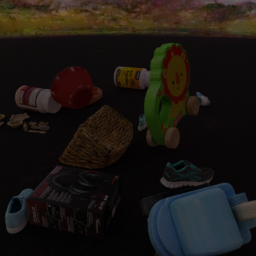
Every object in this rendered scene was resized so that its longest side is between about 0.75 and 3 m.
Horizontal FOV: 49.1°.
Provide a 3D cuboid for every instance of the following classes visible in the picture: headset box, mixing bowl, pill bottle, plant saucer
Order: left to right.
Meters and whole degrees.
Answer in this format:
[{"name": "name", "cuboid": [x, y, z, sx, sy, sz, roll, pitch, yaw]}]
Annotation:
[{"name": "pill bottle", "cuboid": [-3.930, -1.243, 12.364, 1.867, 1.066, 1.066, 13, 26, 26]}, {"name": "plant saucer", "cuboid": [-2.726, -1.591, 13.955, 2.876, 0.464, 2.876, 1, 23, 0]}, {"name": "headset box", "cuboid": [-1.210, 1.562, 6.270, 1.880, 0.726, 1.399, 8, 24, 13]}, {"name": "mixing bowl", "cuboid": [-2.043, -1.425, 11.141, 1.795, 1.795, 0.972, -17, 48, -34]}, {"name": "pill bottle", "cuboid": [0.364, -2.833, 15.928, 2.137, 1.168, 1.168, 9, 25, 20]}]

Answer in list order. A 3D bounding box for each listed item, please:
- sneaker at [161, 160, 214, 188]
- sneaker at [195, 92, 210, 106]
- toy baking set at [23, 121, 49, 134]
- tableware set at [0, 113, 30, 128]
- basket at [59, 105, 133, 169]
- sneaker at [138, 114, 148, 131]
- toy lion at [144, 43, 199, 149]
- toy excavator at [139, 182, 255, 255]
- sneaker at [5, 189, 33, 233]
[{"name": "sneaker", "cuboid": [1.588, 1.142, 7.312, 1.474, 0.672, 0.572, -6, 24, -15]}, {"name": "sneaker", "cuboid": [3.548, -1.375, 13.538, 0.494, 0.468, 1.223, 8, 27, -10]}, {"name": "toy baking set", "cuboid": [-3.535, -0.059, 10.772, 0.951, 0.144, 1.239, -7, 24, -16]}, {"name": "tableware set", "cuboid": [-4.895, -0.301, 11.259, 1.781, 0.207, 1.487, -5, 24, -13]}, {"name": "basket", "cuboid": [-0.845, 0.508, 8.817, 1.485, 1.550, 2.081, 37, 28, 1]}, {"name": "sneaker", "cuboid": [0.577, -0.237, 9.740, 0.442, 0.490, 1.195, -21, -6, -19]}, {"name": "toy lion", "cuboid": [1.346, -1.205, 9.173, 0.996, 2.782, 2.902, 5, 42, 36]}, {"name": "toy excavator", "cuboid": [1.646, 1.349, 4.328, 2.470, 1.269, 2.541, -10, -18, -16]}, {"name": "sneaker", "cuboid": [-2.356, 1.673, 6.239, 0.491, 0.544, 1.329, -2, 23, -7]}]
